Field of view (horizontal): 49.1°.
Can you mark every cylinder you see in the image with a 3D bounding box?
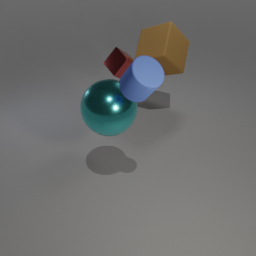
[{"bbox_3d":[0.261,-0.972,5.626,0.700,0.700,0.700,9,67,-22],"label":"cylinder"}]

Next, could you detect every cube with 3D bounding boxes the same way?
[{"bbox_3d":[1.304,-2.930,10.681,1.400,1.400,1.400,1,-17,42],"label":"cube"},{"bbox_3d":[-0.232,-2.100,9.239,0.700,0.700,0.700,11,36,-56],"label":"cube"}]

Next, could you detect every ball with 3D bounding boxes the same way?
[{"bbox_3d":[-0.468,-0.496,6.905,1.400,1.400,1.400,0,34,0],"label":"ball"}]
